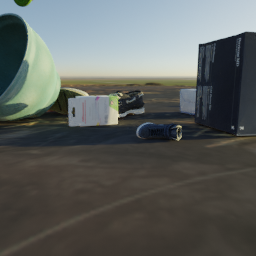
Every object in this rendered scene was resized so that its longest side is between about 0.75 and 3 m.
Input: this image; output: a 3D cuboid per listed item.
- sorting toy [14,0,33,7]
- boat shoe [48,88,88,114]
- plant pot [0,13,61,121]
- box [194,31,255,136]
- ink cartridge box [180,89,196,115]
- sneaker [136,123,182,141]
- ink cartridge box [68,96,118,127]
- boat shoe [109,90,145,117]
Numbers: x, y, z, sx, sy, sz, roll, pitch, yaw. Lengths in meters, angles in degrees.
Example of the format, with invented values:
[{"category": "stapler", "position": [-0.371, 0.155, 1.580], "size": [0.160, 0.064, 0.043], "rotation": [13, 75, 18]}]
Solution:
[{"category": "sorting toy", "position": [-2.032, -2.830, 5.422], "size": [0.609, 1.014, 0.416], "rotation": [-37, -5, 30]}, {"category": "boat shoe", "position": [-2.520, -1.042, 9.879], "size": [2.553, 0.954, 0.873], "rotation": [1, 25, 10]}, {"category": "plant pot", "position": [-3.294, -1.451, 8.221], "size": [2.986, 2.986, 2.001], "rotation": [6, -15, 30]}, {"category": "box", "position": [2.551, -1.018, 6.648], "size": [1.109, 2.130, 1.940], "rotation": [-1, 10, -13]}, {"category": "ink cartridge box", "position": [3.177, -0.929, 9.696], "size": [2.304, 0.880, 1.572], "rotation": [-5, 11, -16]}, {"category": "sneaker", "position": [0.665, 0.075, 5.594], "size": [0.874, 0.332, 0.632], "rotation": [-4, 8, -29]}, {"category": "ink cartridge box", "position": [-0.946, -0.457, 7.336], "size": [1.309, 0.767, 0.441], "rotation": [-3, 12, -23]}, {"category": "boat shoe", "position": [-0.274, -0.804, 9.154], "size": [1.012, 0.826, 2.739], "rotation": [7, 12, 34]}]
